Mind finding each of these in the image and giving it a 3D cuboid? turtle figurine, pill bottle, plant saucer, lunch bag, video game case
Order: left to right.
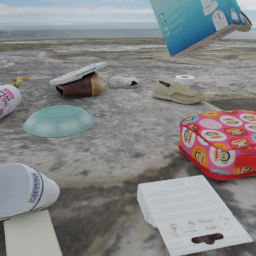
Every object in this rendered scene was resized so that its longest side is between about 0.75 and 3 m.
[{"bbox_3d":[-5.451,-1.412,11.297,2.721,0.876,2.194,-10,11,17],"label":"turtle figurine"},{"bbox_3d":[-4.572,-0.880,9.765,1.030,1.030,1.817,3,23,8],"label":"pill bottle"},{"bbox_3d":[-2.273,-0.358,9.276,2.370,0.456,2.370,-1,22,0],"label":"plant saucer"},{"bbox_3d":[-2.334,-2.555,13.083,2.340,0.211,1.675,-30,21,-28],"label":"video game case"},{"bbox_3d":[2.697,0.356,6.692,2.529,1.036,2.228,-7,23,-17],"label":"lunch bag"}]

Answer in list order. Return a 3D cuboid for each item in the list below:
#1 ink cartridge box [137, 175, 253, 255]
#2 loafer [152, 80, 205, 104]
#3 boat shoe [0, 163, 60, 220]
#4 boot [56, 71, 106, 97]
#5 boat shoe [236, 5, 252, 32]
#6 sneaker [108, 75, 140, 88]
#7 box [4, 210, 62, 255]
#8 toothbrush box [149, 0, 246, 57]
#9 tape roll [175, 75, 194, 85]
[{"bbox_3d":[1.021,1.512,4.822,1.370,0.481,1.686,-5,31,-13],"label":"ink cartridge box"},{"bbox_3d":[2.065,-1.528,11.687,2.307,0.788,0.873,11,25,26],"label":"loafer"},{"bbox_3d":[-2.539,1.232,4.772,2.881,1.060,0.942,-5,-22,21],"label":"boat shoe"},{"bbox_3d":[-2.329,-2.070,12.899,2.017,0.877,2.425,-8,27,-24],"label":"boot"},{"bbox_3d":[3.372,-3.826,9.175,1.754,0.624,0.549,33,67,-6],"label":"boat shoe"},{"bbox_3d":[-0.161,-2.229,13.758,1.593,0.597,0.690,-7,28,-17],"label":"sneaker"},{"bbox_3d":[-1.200,1.841,3.664,0.682,0.567,1.660,-9,23,-22],"label":"box"},{"bbox_3d":[1.280,-2.644,5.719,1.412,1.929,0.823,-23,-1,42],"label":"toothbrush box"},{"bbox_3d":[2.989,-2.514,14.719,0.999,0.349,0.999,0,21,0],"label":"tape roll"}]
